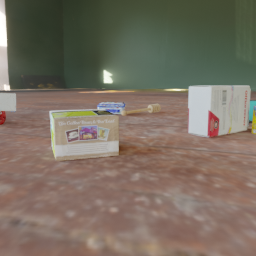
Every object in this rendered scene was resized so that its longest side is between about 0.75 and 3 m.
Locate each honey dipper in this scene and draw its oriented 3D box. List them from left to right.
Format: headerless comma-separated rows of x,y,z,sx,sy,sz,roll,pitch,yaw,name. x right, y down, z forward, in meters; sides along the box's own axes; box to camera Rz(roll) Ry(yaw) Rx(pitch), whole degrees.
0.637,-0.904,14.171,2.385,0.453,0.453,-10,14,-35,honey dipper

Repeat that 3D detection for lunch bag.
-0.798,-1.013,14.400,1.497,0.566,1.200,0,12,3,lunch bag

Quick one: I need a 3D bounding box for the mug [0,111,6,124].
-5.450,-0.486,11.043,0.958,0.720,1.080,6,15,41,mug

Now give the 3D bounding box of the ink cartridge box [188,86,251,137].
3.028,-0.615,9.254,2.144,1.562,0.888,-6,10,-37,ink cartridge box

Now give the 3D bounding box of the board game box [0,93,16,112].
-4.988,-1.012,11.153,0.982,0.127,0.982,-1,50,-22,board game box

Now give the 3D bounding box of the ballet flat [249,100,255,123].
4.802,-0.687,11.617,2.798,0.951,0.957,5,2,25,ballet flat

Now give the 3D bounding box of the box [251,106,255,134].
5.027,-0.202,8.735,1.538,0.938,1.481,-5,12,-23,box

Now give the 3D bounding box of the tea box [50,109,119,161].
-1.109,0.101,6.864,1.469,0.982,1.445,-3,11,-18,tea box
